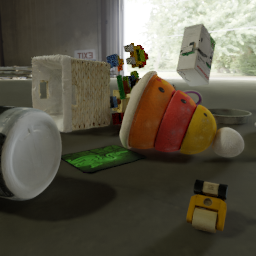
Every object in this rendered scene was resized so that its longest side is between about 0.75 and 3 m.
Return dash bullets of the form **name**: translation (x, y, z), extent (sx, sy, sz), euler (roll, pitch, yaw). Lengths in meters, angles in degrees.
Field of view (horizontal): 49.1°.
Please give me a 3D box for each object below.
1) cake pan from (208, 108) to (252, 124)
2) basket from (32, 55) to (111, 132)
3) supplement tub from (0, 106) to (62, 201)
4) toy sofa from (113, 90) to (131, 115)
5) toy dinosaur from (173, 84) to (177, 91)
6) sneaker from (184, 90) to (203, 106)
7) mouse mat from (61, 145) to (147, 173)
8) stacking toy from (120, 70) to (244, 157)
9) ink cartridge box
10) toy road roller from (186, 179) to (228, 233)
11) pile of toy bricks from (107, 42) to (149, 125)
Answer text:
- **cake pan**: translation (3.935, -0.487, 11.346), extent (1.956, 0.359, 1.956), euler (0, 12, 0)
- **basket**: translation (-2.061, -1.301, 10.181), extent (2.028, 2.499, 2.522), euler (-7, 14, -39)
- **supplement tub**: translation (-2.612, 0.335, 5.007), extent (2.508, 1.537, 1.537), euler (6, 14, 23)
- **toy sofa**: translation (0.109, -0.975, 11.870), extent (1.198, 1.017, 2.456), euler (0, 15, -13)
- **toy dinosaur**: translation (2.386, -1.663, 14.707), extent (0.753, 1.189, 1.754), euler (-2, 13, -8)
- **sneaker**: translation (1.789, -0.954, 12.612), extent (2.965, 1.110, 1.477), euler (-1, -12, 8)
- **mouse mat**: translation (-0.599, 0.700, 6.777), extent (1.752, 0.066, 1.409), euler (-11, 17, -37)
- **stacking toy**: translation (1.440, -0.050, 7.029), extent (2.910, 2.126, 2.126), euler (20, 17, 11)
- **ink cartridge box**: translation (3.157, -3.285, 12.874), extent (0.963, 2.284, 1.668), euler (1, -17, 40)
- **toy road roller**: translation (1.175, 1.162, 4.040), extent (0.475, 0.564, 0.773), euler (6, 51, 26)
- **pile of toy bricks**: translation (0.199, -1.467, 10.321), extent (1.633, 2.943, 1.453), euler (-7, 1, 41)
